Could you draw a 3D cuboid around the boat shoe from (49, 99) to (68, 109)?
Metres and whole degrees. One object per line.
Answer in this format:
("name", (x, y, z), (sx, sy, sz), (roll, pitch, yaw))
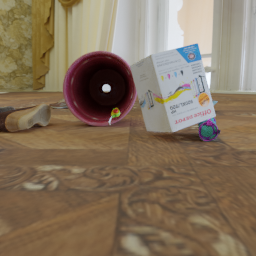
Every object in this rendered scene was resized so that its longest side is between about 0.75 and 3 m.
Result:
("boat shoe", (-3.648, -1.383, 15.758), (1.535, 0.551, 0.581), (-2, 10, -14))

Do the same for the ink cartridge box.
("ink cartridge box", (1.163, -0.997, 7.484), (1.439, 1.955, 1.414), (-18, 7, -20))

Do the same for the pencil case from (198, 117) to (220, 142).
("pencil case", (2.170, -0.027, 7.588), (0.522, 0.567, 1.227), (15, 14, 10))

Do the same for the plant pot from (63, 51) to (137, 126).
("plant pot", (-0.877, -1.468, 10.286), (2.508, 2.508, 2.245), (1, 10, 3))

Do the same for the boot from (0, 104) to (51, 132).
("boot", (-3.697, -0.403, 9.251), (1.786, 0.777, 2.147), (3, 13, 9))

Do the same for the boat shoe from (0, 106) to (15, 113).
("boat shoe", (-5.424, -0.623, 11.334), (1.647, 0.624, 0.591), (4, 1, -39))

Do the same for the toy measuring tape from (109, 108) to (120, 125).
("toy measuring tape", (-0.425, -0.391, 9.194), (0.277, 0.277, 0.753), (3, 49, 17))

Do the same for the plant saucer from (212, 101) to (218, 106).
("plant saucer", (3.044, -1.161, 14.109), (2.818, 0.542, 2.818), (3, 5, 0))
